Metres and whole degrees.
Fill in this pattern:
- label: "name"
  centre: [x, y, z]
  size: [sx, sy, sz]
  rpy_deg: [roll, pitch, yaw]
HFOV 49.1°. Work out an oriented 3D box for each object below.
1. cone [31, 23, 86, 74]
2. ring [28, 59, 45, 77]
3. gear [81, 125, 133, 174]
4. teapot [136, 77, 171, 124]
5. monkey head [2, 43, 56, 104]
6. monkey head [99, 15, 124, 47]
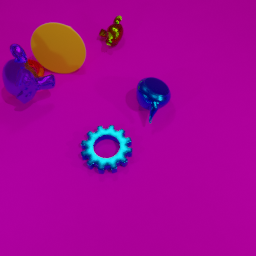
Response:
- label: "cone"
  centre: [-2.011, -2.859, 8.866]
  size: [1.624, 1.624, 1.630]
  rpy_deg: [3, 43, 2]
- label: "ring"
  centre: [-3.198, -1.678, 8.673]
  size: [1.218, 0.244, 1.218]
  rpy_deg: [-1, 56, 1]
- label: "gear"
  centre: [-0.553, 0.536, 7.304]
  size: [1.331, 0.246, 1.331]
  rpy_deg: [0, 57, 0]
- label: "teapot"
  centre: [0.667, -0.866, 7.860]
  size: [1.011, 0.796, 1.626]
  rpy_deg: [13, 46, -15]
- label: "monkey head"
  centre: [-2.716, -1.349, 7.629]
  size: [1.266, 1.760, 1.060]
  rpy_deg: [-18, 50, -30]
- label: "monkey head"
  centre: [-0.567, -3.166, 9.288]
  size: [0.819, 0.686, 1.138]
  rpy_deg: [20, 78, 1]
